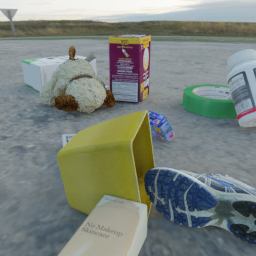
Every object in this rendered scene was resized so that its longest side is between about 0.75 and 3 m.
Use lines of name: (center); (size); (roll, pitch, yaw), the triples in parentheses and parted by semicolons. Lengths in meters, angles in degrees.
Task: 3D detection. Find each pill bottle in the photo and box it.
pill bottle: (3.695, -1.199, 8.416); (1.195, 2.160, 1.195); (-8, -17, -2)

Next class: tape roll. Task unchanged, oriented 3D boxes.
tape roll: (3.270, -1.051, 10.376); (2.435, 0.585, 2.435); (0, 22, 0)

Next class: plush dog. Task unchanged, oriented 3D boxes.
plush dog: (-1.653, -1.481, 10.088); (2.670, 2.142, 2.293); (-13, 49, -29)

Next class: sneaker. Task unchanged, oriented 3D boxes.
sneaker: (1.406, 1.197, 4.763); (2.321, 0.894, 0.989); (18, 17, 21)

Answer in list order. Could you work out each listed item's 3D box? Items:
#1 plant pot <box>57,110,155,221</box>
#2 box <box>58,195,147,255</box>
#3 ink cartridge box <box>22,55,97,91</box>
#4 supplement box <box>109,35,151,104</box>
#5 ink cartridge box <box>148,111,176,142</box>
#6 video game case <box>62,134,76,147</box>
plant pot: (-0.336, 0.694, 5.038); (1.385, 1.570, 1.570); (-4, 21, 15)
box: (-0.328, 1.645, 3.690); (0.764, 0.625, 1.608); (8, 24, 18)
ink cartridge box: (-3.293, -2.739, 13.635); (2.949, 1.239, 2.152); (-18, 28, -37)
supplement box: (0.102, -2.389, 11.138); (1.278, 2.477, 1.621); (7, 23, 16)
ink cartridge box: (0.817, -0.097, 7.581); (0.350, 0.917, 0.626); (-48, 41, -16)
video game case: (-0.705, 0.562, 6.828); (1.695, 0.205, 1.862); (-3, 23, -14)
